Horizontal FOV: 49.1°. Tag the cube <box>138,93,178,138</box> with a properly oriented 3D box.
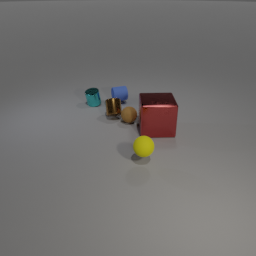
[{"bbox_3d":[1.176,-0.542,11.374,1.400,1.400,1.400,-1,28,-2],"label":"cube"}]

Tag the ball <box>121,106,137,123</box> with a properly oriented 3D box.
[{"bbox_3d":[0.050,-0.580,12.081,0.700,0.700,0.700,0,28,0],"label":"ball"}]

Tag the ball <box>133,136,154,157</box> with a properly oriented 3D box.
[{"bbox_3d":[0.513,0.606,9.187,0.700,0.700,0.700,0,28,0],"label":"ball"}]

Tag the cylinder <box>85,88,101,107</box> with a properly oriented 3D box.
[{"bbox_3d":[-1.718,-1.516,13.806,0.700,0.700,0.700,-6,39,5],"label":"cylinder"}]

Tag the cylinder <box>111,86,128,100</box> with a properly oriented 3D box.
[{"bbox_3d":[-0.420,-1.712,13.947,0.700,0.700,0.700,-9,30,-14],"label":"cylinder"}]

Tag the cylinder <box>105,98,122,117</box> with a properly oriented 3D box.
[{"bbox_3d":[-0.641,-0.916,12.481,0.700,0.700,0.700,-6,-8,-1],"label":"cylinder"}]
